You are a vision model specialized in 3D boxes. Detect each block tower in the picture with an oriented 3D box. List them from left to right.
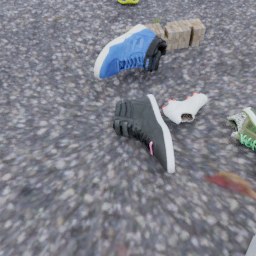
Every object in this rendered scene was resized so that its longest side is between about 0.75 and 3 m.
[{"bbox_3d":[1.444,-3.577,10.952,2.968,0.802,0.858,-9,47,-7],"label":"block tower"}]

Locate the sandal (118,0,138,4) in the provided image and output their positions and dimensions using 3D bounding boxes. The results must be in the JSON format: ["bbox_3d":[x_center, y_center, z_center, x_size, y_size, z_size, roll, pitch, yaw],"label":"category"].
[{"bbox_3d":[-0.002,-7.107,13.904,1.092,1.196,2.748,-2,50,-4],"label":"sandal"}]

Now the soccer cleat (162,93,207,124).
[{"bbox_3d":[1.774,-0.537,8.166,1.915,0.663,0.743,-17,63,-41],"label":"soccer cleat"}]

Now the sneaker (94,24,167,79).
[{"bbox_3d":[0.227,-2.262,9.106,1.498,1.033,2.692,35,59,17],"label":"sneaker"}]

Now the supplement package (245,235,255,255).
[{"bbox_3d":[3.054,2.538,4.922,1.615,1.544,1.188,28,54,23],"label":"supplement package"}]

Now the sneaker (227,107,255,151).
[{"bbox_3d":[3.297,0.279,7.636,0.881,0.764,1.987,-13,42,2],"label":"sneaker"}]

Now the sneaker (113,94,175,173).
[{"bbox_3d":[0.340,0.198,7.519,1.362,0.971,2.746,-12,46,-5],"label":"sneaker"}]
